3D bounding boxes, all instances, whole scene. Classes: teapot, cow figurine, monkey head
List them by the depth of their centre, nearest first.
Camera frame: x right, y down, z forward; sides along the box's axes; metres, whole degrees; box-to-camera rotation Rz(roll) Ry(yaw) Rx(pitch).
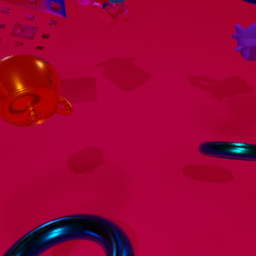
[{"bbox_3d":[-1.162,-0.367,3.105,1.367,0.850,0.669,14,39,-50],"label":"teapot"},{"bbox_3d":[2.957,-1.975,6.556,1.498,1.522,0.835,-15,85,-7],"label":"cow figurine"},{"bbox_3d":[-0.414,-3.195,7.084,1.623,1.167,0.978,-1,27,-43],"label":"monkey head"}]

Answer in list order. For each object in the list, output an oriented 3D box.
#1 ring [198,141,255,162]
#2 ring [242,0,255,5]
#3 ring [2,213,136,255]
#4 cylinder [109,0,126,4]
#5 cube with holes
[{"bbox_3d":[1.663,0.369,4.353,1.120,1.120,0.224,6,84,6],"label":"ring"},{"bbox_3d":[2.306,-2.762,4.681,1.358,1.358,0.272,20,49,20],"label":"ring"},{"bbox_3d":[-0.678,1.465,2.875,1.542,0.308,1.542,-9,23,4],"label":"ring"},{"bbox_3d":[-0.259,-3.146,5.070,1.196,1.196,1.196,50,55,1],"label":"cylinder"},{"bbox_3d":[-1.957,-2.271,5.204,1.171,1.171,1.171,3,68,-34],"label":"cube with holes"}]
